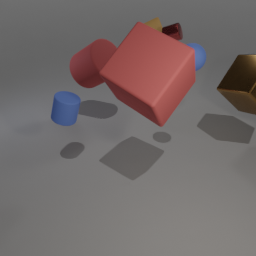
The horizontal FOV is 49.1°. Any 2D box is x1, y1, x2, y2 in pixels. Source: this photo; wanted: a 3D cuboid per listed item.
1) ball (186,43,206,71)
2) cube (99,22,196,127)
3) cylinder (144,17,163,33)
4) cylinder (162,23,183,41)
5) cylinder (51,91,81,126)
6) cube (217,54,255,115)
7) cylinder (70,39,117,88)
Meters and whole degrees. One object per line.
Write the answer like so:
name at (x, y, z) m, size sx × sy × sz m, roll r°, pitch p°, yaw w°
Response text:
ball at (1.598, -1.763, 7.015) m, size 0.700 × 0.700 × 0.700 m, roll 0°, pitch 30°, yaw 0°
cube at (0.492, -1.109, 6.092) m, size 1.400 × 1.400 × 1.400 m, roll 34°, pitch 85°, yaw 21°
cylinder at (1.093, -4.494, 13.794) m, size 1.400 × 1.400 × 1.400 m, roll -21°, pitch 27°, yaw 13°
cylinder at (1.866, -3.976, 11.769) m, size 0.700 × 0.700 × 0.700 m, roll -8°, pitch 24°, yaw 27°
cylinder at (-1.684, -0.529, 7.563) m, size 0.700 × 0.700 × 0.700 m, roll 14°, pitch 31°, yaw -8°
cube at (4.019, -1.349, 8.881) m, size 1.400 × 1.400 × 1.400 m, roll 34°, pitch -2°, yaw -28°
cylinder at (-1.157, -2.286, 10.096) m, size 1.400 × 1.400 × 1.400 m, roll -14°, pitch 13°, yaw 46°
